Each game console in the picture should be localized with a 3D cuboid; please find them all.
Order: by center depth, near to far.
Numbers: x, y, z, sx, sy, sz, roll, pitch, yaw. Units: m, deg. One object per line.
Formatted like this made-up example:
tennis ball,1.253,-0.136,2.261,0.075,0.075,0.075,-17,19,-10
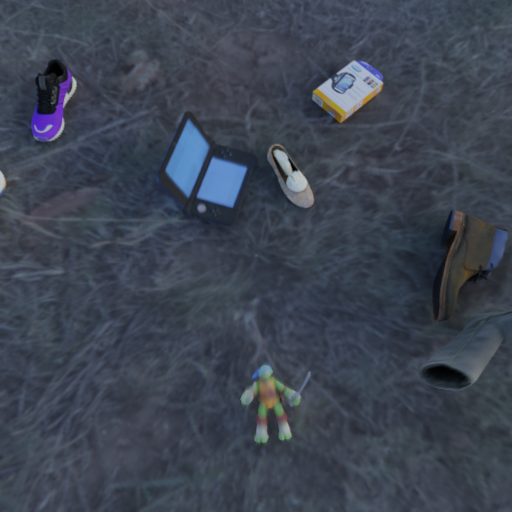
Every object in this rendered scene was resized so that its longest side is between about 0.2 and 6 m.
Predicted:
game console,-0.947,-1.786,11.469,1.603,1.111,1.878,16,64,4

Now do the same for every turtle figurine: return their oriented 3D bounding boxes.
turtle figurine,0.250,2.554,9.536,0.916,1.273,1.234,-9,93,-34

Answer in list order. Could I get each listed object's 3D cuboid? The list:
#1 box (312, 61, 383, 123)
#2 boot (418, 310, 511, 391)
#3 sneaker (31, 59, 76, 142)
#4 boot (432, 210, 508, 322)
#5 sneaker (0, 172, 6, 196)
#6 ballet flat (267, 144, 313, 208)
box,2.160,-3.837,12.897,1.567,0.325,0.933,-39,72,-18
boot,3.957,1.526,9.462,2.014,1.831,0.731,-20,88,-43
sneaker,-4.612,-3.511,12.376,0.684,0.979,1.968,5,66,2
boot,4.133,0.249,10.773,1.183,0.911,2.440,15,65,9
sneaker,-6.183,-0.984,11.202,0.951,1.113,2.525,24,69,9
ballet flat,0.696,-1.717,11.832,0.545,0.538,1.601,-30,70,-12
